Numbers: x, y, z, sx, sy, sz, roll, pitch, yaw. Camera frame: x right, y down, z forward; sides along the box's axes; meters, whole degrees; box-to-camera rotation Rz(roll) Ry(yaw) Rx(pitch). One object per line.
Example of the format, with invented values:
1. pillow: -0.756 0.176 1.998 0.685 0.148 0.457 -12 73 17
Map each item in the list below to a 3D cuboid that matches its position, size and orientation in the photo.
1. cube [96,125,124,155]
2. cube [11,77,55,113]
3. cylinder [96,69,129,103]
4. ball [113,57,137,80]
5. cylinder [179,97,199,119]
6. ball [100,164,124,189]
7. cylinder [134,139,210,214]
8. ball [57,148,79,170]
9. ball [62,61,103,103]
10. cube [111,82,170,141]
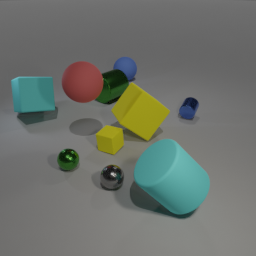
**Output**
1. cube: -0.634 0.411 9.961 0.700 0.700 0.700 13 35 28
2. cube: -4.049 -1.407 11.935 1.400 1.400 1.400 -7 7 -33
3. cylinder: -0.909 -2.101 13.962 1.400 1.400 1.400 22 36 34
4. ball: -0.167 -3.497 16.578 1.400 1.400 1.400 0 28 0
5. cylinder: 2.659 -0.869 12.178 0.700 0.700 0.700 13 44 23
6. ball: -0.458 1.411 8.127 0.700 0.700 0.700 0 28 0
7. cylinder: 1.102 1.229 7.098 1.400 1.400 1.400 -36 28 23
8. ball: -1.905 1.000 8.937 0.700 0.700 0.700 0 28 0
9. ball: -1.545 -1.556 9.541 1.400 1.400 1.400 0 28 0
10. cube: 0.441 -0.641 10.614 1.400 1.400 1.400 32 11 -27
